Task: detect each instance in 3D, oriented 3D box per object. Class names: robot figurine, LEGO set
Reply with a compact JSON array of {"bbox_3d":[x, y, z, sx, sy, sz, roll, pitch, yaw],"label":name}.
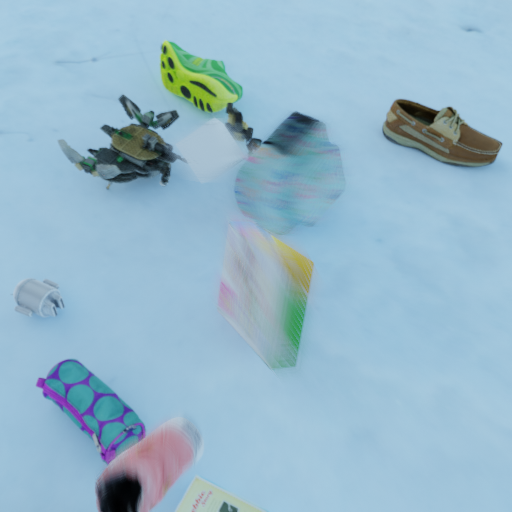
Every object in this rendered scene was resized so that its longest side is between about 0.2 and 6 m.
[{"bbox_3d":[-3.743,0.710,9.574,0.940,0.531,0.797,22,45,18],"label":"robot figurine"},{"bbox_3d":[-2.016,-2.241,12.101,4.204,1.191,2.730,3,49,-15],"label":"LEGO set"}]

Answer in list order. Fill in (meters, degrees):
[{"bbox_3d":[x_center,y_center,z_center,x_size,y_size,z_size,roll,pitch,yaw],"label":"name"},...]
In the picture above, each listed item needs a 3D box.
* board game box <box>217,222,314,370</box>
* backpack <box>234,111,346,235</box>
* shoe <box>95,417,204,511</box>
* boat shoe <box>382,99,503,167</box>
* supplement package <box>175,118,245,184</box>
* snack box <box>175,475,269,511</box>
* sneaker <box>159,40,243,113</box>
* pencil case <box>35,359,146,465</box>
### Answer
[{"bbox_3d":[0.052,0.498,8.398,0.418,1.586,2.073,1,18,-26],"label":"board game box"},{"bbox_3d":[0.635,-1.401,10.532,2.040,1.811,1.536,-42,57,-12],"label":"backpack"},{"bbox_3d":[-1.372,2.430,5.820,0.697,1.950,0.887,50,33,11],"label":"shoe"},{"bbox_3d":[4.087,-2.764,12.390,2.624,0.969,0.993,21,51,18],"label":"boat shoe"},{"bbox_3d":[-0.794,-1.894,10.157,0.814,0.846,1.487,-32,7,7],"label":"supplement package"},{"bbox_3d":[-0.734,3.864,6.848,1.163,0.371,2.002,20,51,17],"label":"snack box"},{"bbox_3d":[-1.451,-4.453,14.020,1.235,1.094,2.954,-19,51,-37],"label":"sneaker"},{"bbox_3d":[-2.364,2.226,8.076,1.681,0.715,0.777,33,24,27],"label":"pencil case"}]
